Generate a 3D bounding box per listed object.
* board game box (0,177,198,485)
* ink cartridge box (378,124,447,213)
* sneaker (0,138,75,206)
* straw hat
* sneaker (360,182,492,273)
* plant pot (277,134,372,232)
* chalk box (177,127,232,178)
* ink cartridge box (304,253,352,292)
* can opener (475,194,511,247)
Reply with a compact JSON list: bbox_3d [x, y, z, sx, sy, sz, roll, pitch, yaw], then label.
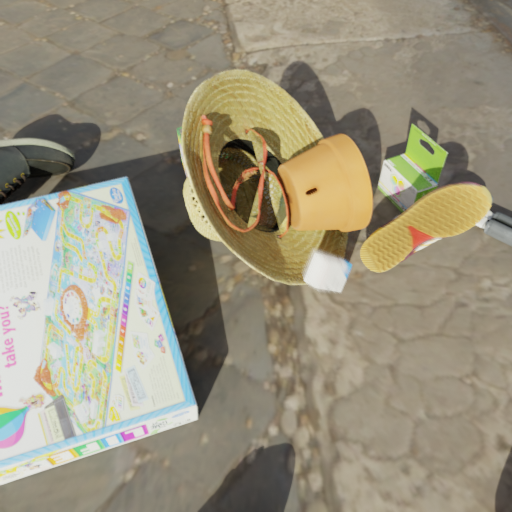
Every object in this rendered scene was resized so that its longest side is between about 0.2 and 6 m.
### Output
[{"bbox_3d":[-3.061,0.934,9.242,3.059,0.779,4.550,-14,61,-13],"label":"board game box"},{"bbox_3d":[3.216,-1.757,11.674,0.591,1.560,1.153,-21,51,-18],"label":"ink cartridge box"},{"bbox_3d":[-5.249,-1.503,11.760,3.079,1.152,1.636,-7,75,-37],"label":"sneaker"},{"bbox_3d":[-0.293,-1.216,10.797,1.919,4.534,4.534,-23,34,38],"label":"straw hat"},{"bbox_3d":[3.057,-0.602,10.285,2.480,0.929,1.117,-29,1,22],"label":"sneaker"},{"bbox_3d":[1.192,-1.225,10.479,1.280,1.828,1.828,-17,50,-11],"label":"plant pot"},{"bbox_3d":[-1.054,-2.159,11.807,1.000,1.608,0.995,-15,72,-7],"label":"chalk box"},{"bbox_3d":[1.244,0.291,9.669,0.742,0.543,0.318,12,13,-43],"label":"ink cartridge box"},{"bbox_3d":[4.941,-0.745,11.327,2.184,0.730,0.583,31,55,25],"label":"can opener"}]
